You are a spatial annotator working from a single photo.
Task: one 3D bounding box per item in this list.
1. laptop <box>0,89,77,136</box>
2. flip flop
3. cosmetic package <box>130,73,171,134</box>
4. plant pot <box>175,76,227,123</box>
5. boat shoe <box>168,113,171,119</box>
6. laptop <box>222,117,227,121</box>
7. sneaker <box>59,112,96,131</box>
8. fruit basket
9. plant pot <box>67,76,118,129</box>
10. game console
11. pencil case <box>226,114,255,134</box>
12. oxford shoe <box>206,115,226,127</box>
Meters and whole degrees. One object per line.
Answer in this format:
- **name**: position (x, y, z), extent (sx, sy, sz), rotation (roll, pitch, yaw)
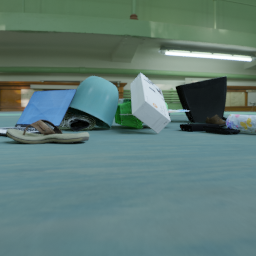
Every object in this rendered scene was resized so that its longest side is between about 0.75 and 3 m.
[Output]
- **laptop**: position (-3.352, -0.576, 9.177), extent (2.315, 1.433, 2.473), rotation (2, 5, 35)
- **flip flop**: position (-1.855, 0.071, 6.555), extent (1.901, 0.547, 0.771), rotation (0, 5, 5)
- **cosmetic package**: position (0.684, -0.923, 9.310), extent (1.057, 0.648, 2.561), rotation (34, 23, -19)
- **plant pot**: position (3.885, -1.445, 14.730), extent (2.313, 2.052, 2.308), rotation (-10, 5, 5)
- **boat shoe**: position (2.393, -0.798, 17.841), extent (0.630, 0.525, 1.688), rotation (2, 6, 7)
- **laptop**: position (4.976, -0.392, 15.581), extent (1.190, 0.614, 1.054), rotation (25, 3, -6)
- **sneaker**: position (-2.089, -0.244, 9.847), extent (1.746, 0.659, 1.004), rotation (3, 3, 8)
- **fruit basket**: position (0.768, -0.702, 11.086), extent (2.560, 1.200, 2.371), rotation (-10, 7, -11)
- **plant pot**: position (-1.176, -0.998, 10.202), extent (1.800, 1.444, 1.800), rotation (21, -11, 4)
- **game console**: position (2.779, 0.010, 9.262), extent (1.237, 0.253, 2.098), rotation (-3, 6, -27)
- **pencil case**: position (3.806, -0.121, 8.645), extent (0.667, 0.611, 1.471), rotation (0, 3, -42)
- **oxford shoe**: position (3.693, -0.291, 11.519), extent (0.440, 0.511, 1.210), rotation (-1, 6, -38)
